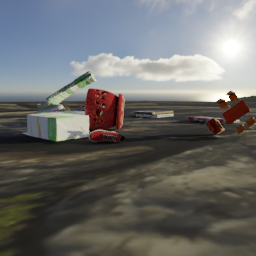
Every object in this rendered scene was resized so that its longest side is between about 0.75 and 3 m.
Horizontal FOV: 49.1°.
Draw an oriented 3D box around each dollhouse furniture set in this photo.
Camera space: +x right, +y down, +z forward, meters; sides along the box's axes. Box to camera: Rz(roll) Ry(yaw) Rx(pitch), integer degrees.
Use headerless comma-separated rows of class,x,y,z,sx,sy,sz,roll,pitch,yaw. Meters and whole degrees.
dollhouse furniture set,3.373,-0.350,9.414,1.412,1.428,0.735,-40,-28,30

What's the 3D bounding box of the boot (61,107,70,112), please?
boot,-3.481,-0.680,15.340,0.777,0.364,0.999,-30,-22,-10

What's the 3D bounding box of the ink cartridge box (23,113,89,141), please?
ink cartridge box,-2.498,-0.103,9.419,2.220,0.747,1.300,6,10,42

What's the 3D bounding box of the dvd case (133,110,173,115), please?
dvd case,1.545,-0.982,17.247,1.551,0.167,2.085,6,9,43

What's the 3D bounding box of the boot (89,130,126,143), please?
boot,-0.599,0.270,8.185,0.983,0.356,0.709,0,8,-28

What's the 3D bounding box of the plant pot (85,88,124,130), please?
plant pot,-0.901,-0.709,10.992,1.468,1.612,1.612,4,7,-1

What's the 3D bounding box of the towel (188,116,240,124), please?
towel,4.246,-0.387,13.900,2.089,0.238,1.505,9,9,41

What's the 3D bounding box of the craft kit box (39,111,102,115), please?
craft kit box,-2.849,-0.521,13.803,2.320,0.570,2.350,-2,7,-38

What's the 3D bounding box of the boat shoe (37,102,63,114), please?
boat shoe,-4.918,-1.256,17.265,2.428,0.753,0.874,-7,10,39

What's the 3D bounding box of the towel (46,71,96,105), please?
towel,-1.701,-1.179,8.571,1.541,0.180,1.175,-32,0,1

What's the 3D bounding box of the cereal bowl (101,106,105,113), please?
cereal bowl,-1.532,-0.891,15.761,1.784,0.743,1.784,1,7,0

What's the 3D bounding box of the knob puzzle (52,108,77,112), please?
knob puzzle,-3.607,-0.968,16.355,2.011,0.279,2.011,-1,-8,0

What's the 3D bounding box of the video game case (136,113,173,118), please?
video game case,1.651,-0.811,17.316,1.577,0.199,1.731,-7,10,-44

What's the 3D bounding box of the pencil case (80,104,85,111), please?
pencil case,-2.258,-1.270,18.577,0.868,0.755,1.942,30,21,26
